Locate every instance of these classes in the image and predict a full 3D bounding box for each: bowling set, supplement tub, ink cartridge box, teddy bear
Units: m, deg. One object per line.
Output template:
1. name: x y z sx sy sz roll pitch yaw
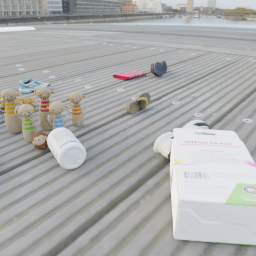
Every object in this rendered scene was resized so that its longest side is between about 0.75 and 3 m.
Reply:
1. bowling set: -2.490 -0.366 8.489 2.713 1.457 1.888 -8 26 -16
2. supplement tub: -1.646 0.523 7.447 0.751 0.751 1.138 -13 29 -25
3. ink cartridge box: 1.789 1.037 6.076 1.691 0.972 2.888 3 25 6
4. teddy bear: -4.383 -1.007 10.980 1.524 0.509 1.105 -4 23 -9

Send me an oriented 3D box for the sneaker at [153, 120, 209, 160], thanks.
1. sneaker: 1.679 0.404 7.925 2.032 0.749 0.813 -24 47 -32

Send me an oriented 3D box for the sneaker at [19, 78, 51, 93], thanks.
1. sneaker: -4.294 -2.003 12.932 1.442 0.623 0.560 -13 28 -25

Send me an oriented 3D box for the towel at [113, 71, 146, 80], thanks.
1. towel: 0.084 -2.901 15.369 1.158 0.180 1.601 20 30 40

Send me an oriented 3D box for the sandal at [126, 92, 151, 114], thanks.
1. sandal: 0.480 -0.939 10.685 0.392 0.582 1.450 -4 21 42

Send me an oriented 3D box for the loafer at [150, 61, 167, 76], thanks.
1. loafer: 1.605 -3.279 15.684 0.713 0.814 2.265 -12 13 26
